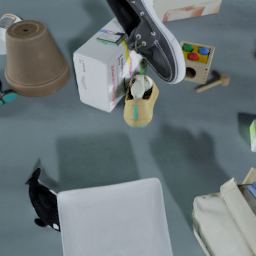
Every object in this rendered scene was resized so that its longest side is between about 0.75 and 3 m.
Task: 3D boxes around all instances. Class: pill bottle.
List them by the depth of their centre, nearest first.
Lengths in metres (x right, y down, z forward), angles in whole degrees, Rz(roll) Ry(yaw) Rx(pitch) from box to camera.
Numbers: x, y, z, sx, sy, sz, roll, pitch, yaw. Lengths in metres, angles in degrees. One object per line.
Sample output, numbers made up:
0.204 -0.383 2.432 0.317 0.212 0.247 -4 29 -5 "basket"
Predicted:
-4.195 -3.222 9.648 0.839 0.839 1.442 3 49 3 "pill bottle"

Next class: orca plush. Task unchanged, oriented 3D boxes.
-1.666 1.434 5.844 0.855 0.578 1.626 -21 53 -17 "orca plush"

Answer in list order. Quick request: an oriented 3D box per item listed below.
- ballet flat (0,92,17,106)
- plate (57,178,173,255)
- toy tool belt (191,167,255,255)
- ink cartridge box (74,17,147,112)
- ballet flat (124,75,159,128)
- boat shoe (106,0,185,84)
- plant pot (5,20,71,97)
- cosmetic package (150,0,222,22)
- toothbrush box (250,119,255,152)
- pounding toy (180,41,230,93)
-3.596 -0.811 7.960 0.319 0.319 0.874 36 60 27 "ballet flat"
-0.205 1.944 4.958 1.884 0.304 1.879 -7 78 -8 "plate"
2.463 2.068 4.561 1.757 1.786 2.860 -27 55 -11 "toy tool belt"
-0.363 -1.865 7.906 0.994 1.715 2.368 23 53 19 "ink cartridge box"
0.361 -0.945 7.209 0.867 0.796 2.526 -3 32 6 "ballet flat"
0.318 -2.304 6.766 0.972 1.026 2.934 -27 91 -28 "boat shoe"
-2.742 -2.127 8.178 1.926 1.679 1.926 1 49 -1 "plant pot"
2.074 -5.224 11.067 2.953 1.289 1.527 -12 51 -11 "cosmetic package"
3.433 0.226 7.028 0.588 0.348 0.808 9 49 7 "toothbrush box"
2.260 -1.839 8.496 1.747 0.799 1.535 15 51 13 "pounding toy"
